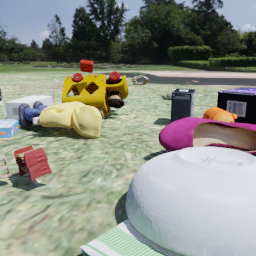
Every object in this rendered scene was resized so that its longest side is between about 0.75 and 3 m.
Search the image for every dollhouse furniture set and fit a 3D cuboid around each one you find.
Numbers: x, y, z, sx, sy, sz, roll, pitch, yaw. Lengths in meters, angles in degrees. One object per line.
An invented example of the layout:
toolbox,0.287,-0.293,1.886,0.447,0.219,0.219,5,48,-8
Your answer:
dollhouse furniture set,-1.917,0.686,4.490,1.154,0.469,0.621,-20,13,-34

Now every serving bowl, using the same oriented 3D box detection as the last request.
serving bowl,1.151,0.738,3.730,2.365,0.778,2.365,1,10,0

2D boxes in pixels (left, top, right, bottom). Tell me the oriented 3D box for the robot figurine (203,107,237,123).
robot figurine,2.567,-0.204,8.034,0.858,0.695,1.192,18,11,-9

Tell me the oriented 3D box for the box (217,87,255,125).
box,4.226,-0.810,9.701,1.980,1.033,1.465,-14,19,-42

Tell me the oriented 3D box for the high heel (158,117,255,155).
high heel,1.964,0.192,5.855,2.599,0.876,1.249,-3,3,-27

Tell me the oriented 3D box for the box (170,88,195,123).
box,1.771,-0.673,9.047,0.672,1.082,1.091,4,15,17

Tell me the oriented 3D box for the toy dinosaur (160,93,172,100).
toy dinosaur,2.352,-1.669,14.588,1.553,0.369,0.685,-3,29,-12

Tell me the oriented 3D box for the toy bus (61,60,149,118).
toy bus,-1.001,-1.062,9.956,2.524,1.382,2.675,19,-28,-32

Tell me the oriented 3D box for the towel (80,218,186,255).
towel,0.409,1.255,3.194,1.214,0.186,1.591,10,17,38

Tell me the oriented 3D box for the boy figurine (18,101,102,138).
boy figurine,-1.810,-0.315,8.085,2.742,0.883,1.705,8,16,28

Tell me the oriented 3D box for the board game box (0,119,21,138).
board game box,-3.716,0.009,7.960,1.043,0.292,1.022,-2,15,-7

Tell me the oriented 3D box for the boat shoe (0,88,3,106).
boat shoe,-6.908,-1.275,11.832,2.978,0.898,1.100,-7,16,-27

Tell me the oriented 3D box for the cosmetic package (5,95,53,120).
cosmetic package,-3.472,-0.723,10.024,0.894,0.705,1.661,2,14,15
